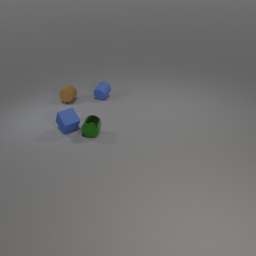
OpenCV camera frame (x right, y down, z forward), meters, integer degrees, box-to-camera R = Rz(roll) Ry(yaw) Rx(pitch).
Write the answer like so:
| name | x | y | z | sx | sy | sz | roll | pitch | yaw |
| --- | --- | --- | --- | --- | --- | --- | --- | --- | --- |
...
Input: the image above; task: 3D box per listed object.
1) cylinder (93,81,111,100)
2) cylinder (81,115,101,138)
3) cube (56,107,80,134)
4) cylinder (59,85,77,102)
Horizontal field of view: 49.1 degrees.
| name | x | y | z | sx | sy | sz | roll | pitch | yaw |
| --- | --- | --- | --- | --- | --- | --- | --- | --- | --- |
| cylinder | -1.321 | -1.925 | 14.462 | 0.700 | 0.700 | 0.700 | 13 | 49 | 21 |
| cylinder | -1.477 | -0.062 | 11.349 | 0.700 | 0.700 | 0.700 | 3 | 29 | 5 |
| cube | -2.471 | -0.297 | 11.487 | 0.700 | 0.700 | 0.700 | -23 | 71 | -31 |
| cylinder | -3.000 | -1.731 | 14.073 | 0.700 | 0.700 | 0.700 | 4 | 22 | 7 |
